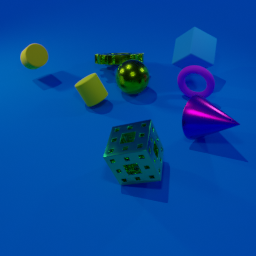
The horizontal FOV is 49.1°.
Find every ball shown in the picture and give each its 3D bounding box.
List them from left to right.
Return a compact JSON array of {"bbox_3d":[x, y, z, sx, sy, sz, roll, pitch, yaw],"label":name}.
[{"bbox_3d":[0.160,-1.778,9.799,1.210,1.210,1.210,0,42,0],"label":"ball"}]

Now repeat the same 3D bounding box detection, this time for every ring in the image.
[{"bbox_3d":[2.284,-1.517,9.457,1.283,1.283,0.257,20,48,20],"label":"ring"}]

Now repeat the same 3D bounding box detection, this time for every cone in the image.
[{"bbox_3d":[2.428,-0.201,7.701,1.349,1.344,1.344,13,40,44],"label":"cone"}]

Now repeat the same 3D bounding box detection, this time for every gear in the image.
[{"bbox_3d":[-0.335,-2.708,10.876,1.895,0.350,1.895,-1,17,0],"label":"gear"}]

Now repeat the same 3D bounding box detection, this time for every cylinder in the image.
[{"bbox_3d":[-3.442,-2.605,10.286,0.820,0.820,0.820,-29,17,-28],"label":"cylinder"},{"bbox_3d":[-1.210,-1.268,9.324,0.823,0.823,0.823,-27,21,11],"label":"cylinder"}]

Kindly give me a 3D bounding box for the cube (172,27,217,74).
[{"bbox_3d":[2.405,-2.774,10.180,1.084,1.084,1.084,17,75,-25],"label":"cube"}]

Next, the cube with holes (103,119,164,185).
[{"bbox_3d":[0.192,0.621,7.023,1.084,1.084,1.084,-11,38,21],"label":"cube with holes"}]
